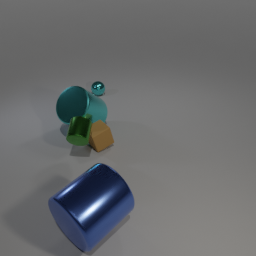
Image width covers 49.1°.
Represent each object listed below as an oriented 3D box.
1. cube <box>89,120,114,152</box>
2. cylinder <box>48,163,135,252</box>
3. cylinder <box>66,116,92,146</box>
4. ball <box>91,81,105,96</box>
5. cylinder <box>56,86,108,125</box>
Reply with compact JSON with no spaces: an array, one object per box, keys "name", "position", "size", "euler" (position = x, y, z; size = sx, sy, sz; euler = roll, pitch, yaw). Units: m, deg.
[{"name":"cube","position":[-1.005,0.267,9.715],"size":[0.700,0.700,0.700],"euler":[-31,40,-20]},{"name":"cylinder","position":[-0.810,1.737,6.299],"size":[1.400,1.400,1.400],"euler":[25,46,36]},{"name":"cylinder","position":[-1.522,0.101,8.771],"size":[0.700,0.700,0.700],"euler":[3,59,6]},{"name":"ball","position":[-1.467,-1.944,13.735],"size":[0.700,0.700,0.700],"euler":[0,30,0]},{"name":"cylinder","position":[-1.675,-0.673,10.318],"size":[1.400,1.400,1.400],"euler":[17,-4,26]}]
